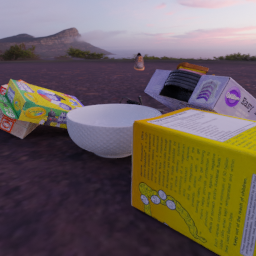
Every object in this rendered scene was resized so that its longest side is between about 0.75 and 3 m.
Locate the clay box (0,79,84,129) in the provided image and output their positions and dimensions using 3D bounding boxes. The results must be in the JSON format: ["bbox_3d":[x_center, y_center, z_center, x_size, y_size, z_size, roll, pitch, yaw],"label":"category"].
[{"bbox_3d":[-2.374,-0.647,8.044,2.544,0.606,1.462,13,22,-44],"label":"clay box"}]

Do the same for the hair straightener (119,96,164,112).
[{"bbox_3d":[0.427,-0.749,10.051,0.442,0.832,2.161,-5,15,-40],"label":"hair straightener"}]

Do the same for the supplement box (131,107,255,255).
[{"bbox_3d":[1.517,0.740,3.961,1.494,1.503,2.745,-15,23,-43],"label":"supplement box"}]

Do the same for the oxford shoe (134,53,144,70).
[{"bbox_3d":[0.305,-1.860,7.851,0.284,0.290,0.797,-1,37,-5],"label":"oxford shoe"}]

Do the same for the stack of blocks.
[{"bbox_3d":[-3.413,-0.706,8.971,1.493,0.759,2.593,27,16,-6],"label":"stack of blocks"}]

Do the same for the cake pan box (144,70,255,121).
[{"bbox_3d":[2.051,-0.340,6.503,2.877,0.752,2.650,29,-1,-27],"label":"cake pan box"}]

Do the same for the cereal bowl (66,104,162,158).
[{"bbox_3d":[-0.331,0.086,7.011,2.370,0.987,2.370,0,17,0],"label":"cereal bowl"}]

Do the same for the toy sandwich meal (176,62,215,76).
[{"bbox_3d":[3.943,-2.804,15.293,2.992,1.025,2.992,4,-1,0],"label":"toy sandwich meal"}]
